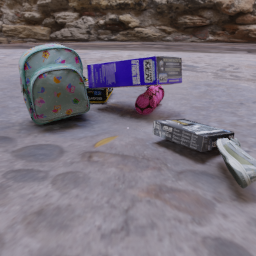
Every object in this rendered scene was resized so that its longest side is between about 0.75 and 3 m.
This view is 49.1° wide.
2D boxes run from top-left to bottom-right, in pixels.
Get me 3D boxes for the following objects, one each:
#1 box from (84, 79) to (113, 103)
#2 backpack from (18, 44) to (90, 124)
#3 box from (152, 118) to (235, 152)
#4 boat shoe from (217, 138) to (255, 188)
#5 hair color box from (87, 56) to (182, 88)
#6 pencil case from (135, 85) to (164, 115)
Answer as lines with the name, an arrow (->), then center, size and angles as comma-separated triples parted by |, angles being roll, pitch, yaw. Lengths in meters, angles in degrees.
box -> -1.985, -1.608, 11.756 | 2.482, 0.612, 1.982 | 1, 20, 5
backpack -> -2.241, -1.380, 8.532 | 2.000, 2.275, 1.744 | -15, 19, -17
box -> 1.612, 0.135, 7.074 | 1.267, 0.400, 1.607 | -3, 16, -38
boat shoe -> 2.195, 0.600, 5.565 | 0.530, 0.609, 1.653 | -26, 12, 11
hair color box -> 0.184, -1.864, 9.586 | 2.925, 0.948, 1.598 | 2, 11, 39
pencil case -> 0.815, -1.109, 10.159 | 0.801, 0.827, 1.765 | 29, 28, 5
